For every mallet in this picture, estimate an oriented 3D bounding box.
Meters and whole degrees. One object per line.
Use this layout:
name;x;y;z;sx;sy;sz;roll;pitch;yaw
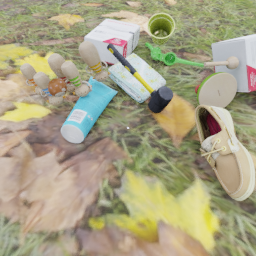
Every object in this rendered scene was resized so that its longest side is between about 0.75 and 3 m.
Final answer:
mallet;0.340;-1.645;8.483;0.542;0.868;2.636;-39;90;-34

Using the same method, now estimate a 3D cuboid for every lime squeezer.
lime squeezer;1.521;-2.756;10.886;2.765;0.521;0.976;30;20;30

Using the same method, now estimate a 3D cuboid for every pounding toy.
pounding toy;2.599;-1.397;8.599;1.292;1.673;0.777;-9;35;-14

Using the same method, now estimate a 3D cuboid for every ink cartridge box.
ink cartridge box;4.135;-2.198;9.023;2.186;1.588;1.581;-16;15;-17
ink cartridge box;-0.579;-3.459;11.159;1.562;0.897;2.151;16;42;11

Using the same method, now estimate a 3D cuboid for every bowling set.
bowling set;-1.932;-1.214;8.265;2.665;1.431;1.855;-14;45;14

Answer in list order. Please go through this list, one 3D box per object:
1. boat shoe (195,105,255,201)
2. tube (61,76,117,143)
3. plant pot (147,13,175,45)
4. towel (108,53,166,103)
boat shoe;2.187;0.479;6.816;0.897;1.000;2.702;18;40;-21
tube;-1.149;-0.663;8.502;1.027;0.668;2.652;34;43;-9
plant pot;1.214;-3.578;10.432;0.989;0.909;0.989;-1;81;4
towel;0.316;-1.727;9.476;1.636;0.394;1.400;43;58;10
